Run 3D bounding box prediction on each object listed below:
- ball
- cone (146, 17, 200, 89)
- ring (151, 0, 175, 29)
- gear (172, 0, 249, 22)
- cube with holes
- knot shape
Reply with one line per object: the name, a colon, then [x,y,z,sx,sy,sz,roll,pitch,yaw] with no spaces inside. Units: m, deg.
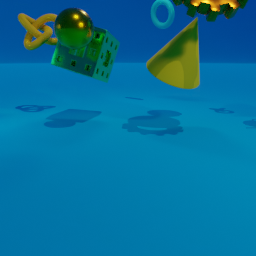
ball: [-1.310,-2.416,6.833,0.966,0.966,0.966,0,14,0]
cone: [1.498,-2.149,7.454,1.605,1.611,1.605,13,37,-10]
ring: [1.385,-4.603,11.297,1.156,1.156,0.231,14,31,43]
gear: [1.712,-3.016,5.830,1.697,1.697,0.314,-1,-19,-2]
cube with holes: [-1.234,-2.276,8.476,1.352,1.352,1.352,19,7,12]
knot shape: [-2.921,-3.142,9.255,1.573,0.727,1.472,14,57,-8]
